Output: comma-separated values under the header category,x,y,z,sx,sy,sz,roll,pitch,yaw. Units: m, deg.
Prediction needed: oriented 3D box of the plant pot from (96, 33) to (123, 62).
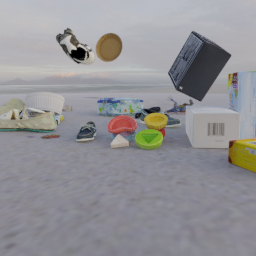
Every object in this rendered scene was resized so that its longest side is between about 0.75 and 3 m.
category,x,y,z,sx,sy,sz,roll,pitch,yaw
plant pot,-0.879,-3.823,13.388,1.406,1.406,0.193,4,-2,22

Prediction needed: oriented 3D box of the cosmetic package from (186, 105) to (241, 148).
category,x,y,z,sx,sy,sz,roll,pitch,yaw
cosmetic package,2.669,-0.138,9.199,1.382,1.090,2.569,0,8,9

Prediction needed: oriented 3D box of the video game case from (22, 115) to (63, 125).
category,x,y,z,sx,sy,sz,roll,pitch,yaw
video game case,-4.232,-0.385,13.361,2.044,0.261,1.847,-1,10,-5

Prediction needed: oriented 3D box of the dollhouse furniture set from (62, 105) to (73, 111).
category,x,y,z,sx,sy,sz,roll,pitch,yaw
dollhouse furniture set,-4.097,-1.361,18.976,0.705,0.403,0.826,-2,10,-12

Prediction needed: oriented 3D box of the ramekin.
category,x,y,z,sx,sy,sz,roll,pitch,yaw
ramekin,-4.244,-1.106,14.285,1.933,0.900,1.933,-1,-13,0

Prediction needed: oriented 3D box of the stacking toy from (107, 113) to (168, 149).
category,x,y,z,sx,sy,sz,roll,pitch,yaw
stacking toy,0.311,0.321,8.778,1.895,0.801,1.716,-2,35,7

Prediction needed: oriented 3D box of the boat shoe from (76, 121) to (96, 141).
category,x,y,z,sx,sy,sz,roll,pitch,yaw
boat shoe,-1.379,0.100,9.548,0.624,0.516,1.667,1,9,7

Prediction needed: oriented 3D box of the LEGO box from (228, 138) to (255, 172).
category,x,y,z,sx,sy,sz,roll,pitch,yaw
LEGO box,3.104,0.627,6.171,1.057,0.548,1.420,-3,10,-20

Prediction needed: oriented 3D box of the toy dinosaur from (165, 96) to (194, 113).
category,x,y,z,sx,sy,sz,roll,pitch,yaw
toy dinosaur,3.081,-1.082,16.999,1.832,2.019,1.060,-33,12,22

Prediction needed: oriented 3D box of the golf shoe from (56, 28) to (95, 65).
category,x,y,z,sx,sy,sz,roll,pitch,yaw
golf shoe,-2.415,-3.606,13.939,1.155,1.404,2.971,-36,-21,13

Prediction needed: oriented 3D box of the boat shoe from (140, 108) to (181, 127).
category,x,y,z,sx,sy,sz,roll,pitch,yaw
boat shoe,1.382,-0.466,12.460,0.829,0.703,2.276,-8,12,-39

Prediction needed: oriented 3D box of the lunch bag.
category,x,y,z,sx,sy,sz,roll,pitch,yaw
lunch bag,-0.488,-1.300,16.784,2.493,1.028,2.004,-6,8,-37

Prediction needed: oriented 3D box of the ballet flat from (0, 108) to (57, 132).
category,x,y,z,sx,sy,sz,roll,pitch,yaw
ballet flat,-4.193,-0.356,11.125,2.940,0.917,0.991,1,10,10

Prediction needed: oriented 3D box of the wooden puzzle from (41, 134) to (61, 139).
category,x,y,z,sx,sy,sz,roll,pitch,yaw
wooden puzzle,-2.693,0.295,9.810,0.760,0.053,0.451,-6,11,-32

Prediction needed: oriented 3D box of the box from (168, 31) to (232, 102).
category,x,y,z,sx,sy,sz,roll,pitch,yaw
box,2.258,-2.045,9.193,1.055,1.712,1.698,23,26,-12

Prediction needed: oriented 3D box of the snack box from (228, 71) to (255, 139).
category,x,y,z,sx,sy,sz,roll,pitch,yaw
snack box,4.094,-0.840,9.880,0.905,2.255,2.674,-1,10,15

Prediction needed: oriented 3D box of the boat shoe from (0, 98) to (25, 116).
category,x,y,z,sx,sy,sz,roll,pitch,yaw
boat shoe,-5.731,-0.572,12.916,1.017,0.871,2.781,38,21,-7

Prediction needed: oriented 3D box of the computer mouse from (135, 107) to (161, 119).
category,x,y,z,sx,sy,sz,roll,pitch,yaw
computer mouse,1.130,-0.786,15.791,0.733,0.426,2.500,2,15,36
